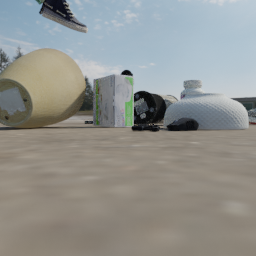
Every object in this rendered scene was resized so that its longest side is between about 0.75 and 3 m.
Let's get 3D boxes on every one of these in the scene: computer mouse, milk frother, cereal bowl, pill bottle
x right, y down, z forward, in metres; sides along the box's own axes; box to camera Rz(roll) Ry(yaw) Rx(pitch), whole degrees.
[{"bbox_3d":[0.873,-0.081,6.305,1.780,0.303,0.522,-2,3,-31],"label":"computer mouse"},{"bbox_3d":[0.812,-1.240,11.706,2.067,2.290,2.154,-4,-1,36],"label":"milk frother"},{"bbox_3d":[2.151,-0.456,7.861,2.309,0.962,2.309,0,1,0],"label":"cereal bowl"},{"bbox_3d":[2.631,-1.014,11.401,1.016,1.809,1.016,0,1,0],"label":"pill bottle"}]

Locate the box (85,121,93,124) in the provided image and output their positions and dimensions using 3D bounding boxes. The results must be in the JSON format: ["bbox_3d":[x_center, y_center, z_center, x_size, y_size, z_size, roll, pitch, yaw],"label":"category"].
[{"bbox_3d":[-1.869,-0.311,14.983,0.624,0.170,0.779,1,2,18],"label":"box"}]

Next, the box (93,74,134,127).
[{"bbox_3d":[-0.517,-0.849,9.195,0.790,1.633,1.441,-1,1,-35],"label":"box"}]

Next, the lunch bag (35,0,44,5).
[{"bbox_3d":[-1.912,-3.827,5.784,1.729,1.238,2.030,-6,-23,31],"label":"lunch bag"}]

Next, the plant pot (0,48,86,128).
[{"bbox_3d":[-2.782,-1.018,8.147,2.486,2.486,2.655,0,17,7],"label":"plant pot"}]

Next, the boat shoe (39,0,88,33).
[{"bbox_3d":[-0.954,-1.789,4.365,0.785,0.364,0.293,18,22,-19],"label":"boat shoe"}]

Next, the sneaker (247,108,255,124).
[{"bbox_3d":[6.251,-0.743,12.849,2.871,1.180,1.118,0,2,13],"label":"sneaker"}]
